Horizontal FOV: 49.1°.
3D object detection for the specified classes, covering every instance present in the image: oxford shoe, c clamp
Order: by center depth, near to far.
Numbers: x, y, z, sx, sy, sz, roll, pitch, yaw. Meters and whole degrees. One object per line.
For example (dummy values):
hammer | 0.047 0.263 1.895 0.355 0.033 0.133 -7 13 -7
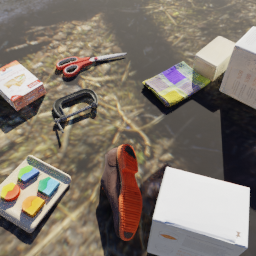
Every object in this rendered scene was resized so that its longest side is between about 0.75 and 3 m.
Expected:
oxford shoe | -0.241 1.800 7.916 0.962 0.944 2.651 -20 54 29
c clamp | -1.869 -0.709 10.131 1.927 0.261 1.646 -30 53 -20

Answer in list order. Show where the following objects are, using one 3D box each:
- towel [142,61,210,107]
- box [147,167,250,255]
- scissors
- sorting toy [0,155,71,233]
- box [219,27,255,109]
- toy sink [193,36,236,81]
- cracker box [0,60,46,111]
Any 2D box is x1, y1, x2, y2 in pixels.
towel | 1.880 -1.763 10.908 2.262 0.258 1.625 -28 56 -20
box | 1.501 2.205 6.457 1.814 2.382 1.267 14 53 10
scissors | -1.560 -2.943 11.850 2.966 0.207 1.085 -27 55 -17
sorting toy | -2.853 1.788 8.086 1.733 0.341 1.872 23 56 17
box | 5.007 -1.815 9.742 2.808 2.138 1.493 33 59 23
toy sink | 3.547 -2.791 11.314 1.037 0.891 1.591 38 66 26
cracker box | -4.234 -1.651 10.623 1.939 0.559 1.299 38 61 25
